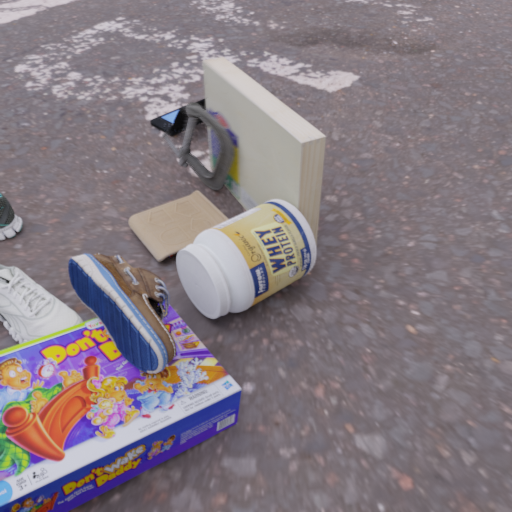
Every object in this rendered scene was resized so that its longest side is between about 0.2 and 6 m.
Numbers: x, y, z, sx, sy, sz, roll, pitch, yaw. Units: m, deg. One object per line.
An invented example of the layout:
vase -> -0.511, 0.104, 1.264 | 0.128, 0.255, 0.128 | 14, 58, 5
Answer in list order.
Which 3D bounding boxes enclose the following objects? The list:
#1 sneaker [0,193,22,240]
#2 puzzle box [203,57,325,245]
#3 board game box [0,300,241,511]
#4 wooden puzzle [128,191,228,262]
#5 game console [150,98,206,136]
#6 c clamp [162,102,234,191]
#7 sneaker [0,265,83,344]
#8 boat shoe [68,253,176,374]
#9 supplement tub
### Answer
sneaker -> -5.648, -0.695, 10.648 | 2.100, 0.958, 0.815 | -18, 43, -19
puzzle box -> 0.020, -1.963, 10.875 | 0.497, 2.599, 3.907 | -19, 44, -20
board game box -> -2.184, 1.914, 7.379 | 3.303, 0.739, 2.221 | -19, 43, -33
wooden puzzle -> -1.490, -0.554, 10.977 | 1.601, 0.371, 1.483 | -27, 46, -22
game console -> -1.762, -3.801, 14.359 | 1.391, 0.921, 1.582 | 32, 49, 32
c clamp -> -1.251, -2.336, 11.692 | 0.316, 2.335, 1.995 | -34, 84, -27
sneaker -> -3.735, 0.751, 8.963 | 2.354, 0.954, 0.885 | 22, 43, 22
boat shoe -> -1.724, 0.610, 7.854 | 0.920, 0.918, 2.542 | -19, 43, -34
supplement tub -> -0.158, 0.053, 9.360 | 2.024, 1.462, 1.462 | -28, 48, -29
